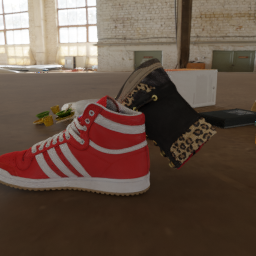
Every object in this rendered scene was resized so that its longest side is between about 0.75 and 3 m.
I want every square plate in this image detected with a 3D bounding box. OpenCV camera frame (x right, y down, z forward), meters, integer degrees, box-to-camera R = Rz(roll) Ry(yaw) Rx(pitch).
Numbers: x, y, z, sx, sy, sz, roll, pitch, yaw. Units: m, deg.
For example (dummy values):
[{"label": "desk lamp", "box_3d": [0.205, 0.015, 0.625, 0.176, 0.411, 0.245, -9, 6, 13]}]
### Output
[{"label": "square plate", "box_3d": [-1.290, -0.676, 9.907, 2.136, 0.307, 2.157, -3, 14, -11]}]

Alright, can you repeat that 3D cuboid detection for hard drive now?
[{"label": "hard drive", "box_3d": [3.108, -0.320, 8.443, 1.729, 0.284, 1.206, -7, 15, -25]}]

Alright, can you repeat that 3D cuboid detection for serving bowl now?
[{"label": "serving bowl", "box_3d": [-0.789, -0.445, 8.133, 1.482, 0.487, 1.482, 0, -7, 0]}]

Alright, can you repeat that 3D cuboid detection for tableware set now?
[{"label": "tableware set", "box_3d": [-2.183, -0.403, 8.133, 1.262, 0.288, 1.874, -19, 17, -9]}]

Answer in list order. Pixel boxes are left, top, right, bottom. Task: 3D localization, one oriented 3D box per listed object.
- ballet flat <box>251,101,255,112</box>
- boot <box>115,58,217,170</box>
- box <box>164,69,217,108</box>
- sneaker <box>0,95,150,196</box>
[{"label": "ballet flat", "box_3d": [4.952, -0.925, 9.975, 0.693, 0.739, 2.044, 18, 22, 42]}, {"label": "boot", "box_3d": [0.377, 0.059, 4.642, 1.513, 2.010, 0.736, 48, 42, 14]}, {"label": "box", "box_3d": [1.918, -1.670, 11.519, 2.760, 1.468, 2.102, -9, 16, -32]}, {"label": "sneaker", "box_3d": [-0.876, 0.180, 4.076, 2.412, 1.356, 0.859, 2, 14, 7]}]
